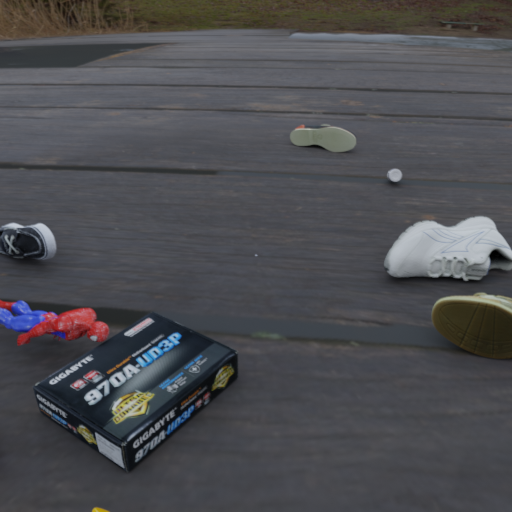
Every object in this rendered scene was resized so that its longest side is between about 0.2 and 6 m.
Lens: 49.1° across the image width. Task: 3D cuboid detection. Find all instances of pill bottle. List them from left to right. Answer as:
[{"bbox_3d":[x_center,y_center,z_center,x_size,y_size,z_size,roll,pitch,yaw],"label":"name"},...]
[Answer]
[{"bbox_3d":[3.636,-2.120,14.777,0.328,0.328,0.576,3,9,5],"label":"pill bottle"}]

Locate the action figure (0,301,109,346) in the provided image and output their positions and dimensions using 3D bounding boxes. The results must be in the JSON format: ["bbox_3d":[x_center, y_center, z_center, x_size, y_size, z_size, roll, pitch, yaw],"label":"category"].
[{"bbox_3d":[-3.194,1.021,8.350,2.457,0.635,0.804,0,4,26],"label":"action figure"}]

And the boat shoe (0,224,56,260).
[{"bbox_3d":[-4.615,-0.269,10.865,1.966,0.705,0.666,12,24,39],"label":"boat shoe"}]

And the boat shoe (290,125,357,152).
[{"bbox_3d":[2.164,-3.747,17.617,2.182,0.777,0.683,10,27,27],"label":"boat shoe"}]

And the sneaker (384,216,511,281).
[{"bbox_3d":[3.644,-0.041,10.417,2.667,0.994,1.162,-13,42,-17],"label":"sneaker"}]

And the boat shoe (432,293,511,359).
[{"bbox_3d":[3.871,1.044,8.493,2.383,0.869,0.750,8,21,11],"label":"boat shoe"}]

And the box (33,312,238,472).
[{"bbox_3d":[-1.543,1.694,7.567,1.719,0.497,2.162,19,34,32],"label":"box"}]

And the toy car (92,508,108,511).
[{"bbox_3d":[-3.076,2.256,5.316,3.926,1.926,1.306,15,66,38],"label":"toy car"}]
